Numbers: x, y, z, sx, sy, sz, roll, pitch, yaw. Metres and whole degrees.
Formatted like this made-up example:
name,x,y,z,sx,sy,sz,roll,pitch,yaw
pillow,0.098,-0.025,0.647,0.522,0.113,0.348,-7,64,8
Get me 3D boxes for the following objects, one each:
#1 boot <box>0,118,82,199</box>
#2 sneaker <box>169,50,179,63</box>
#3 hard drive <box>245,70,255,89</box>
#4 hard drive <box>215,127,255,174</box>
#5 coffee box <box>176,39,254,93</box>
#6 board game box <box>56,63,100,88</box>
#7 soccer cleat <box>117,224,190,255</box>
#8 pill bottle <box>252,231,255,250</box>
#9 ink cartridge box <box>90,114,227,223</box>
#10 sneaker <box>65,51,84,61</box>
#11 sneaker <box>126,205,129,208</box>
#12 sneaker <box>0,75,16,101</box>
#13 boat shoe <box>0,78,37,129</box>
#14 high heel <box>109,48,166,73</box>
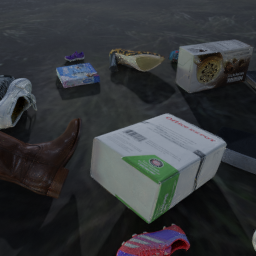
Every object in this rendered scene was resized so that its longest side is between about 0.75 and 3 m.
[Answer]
name,x,y,z,sx,sy,sz,roll,pitch,yaw
boot,-2.677,0.276,7.017,2.757,0.885,2.569,20,44,-10
sneaker,2.842,-3.726,14.493,1.535,0.609,0.733,-30,56,-26
hard drive,5.793,-2.044,12.138,1.096,0.344,1.624,-5,35,-7
hard drive,3.471,0.645,8.171,2.086,0.442,1.407,22,40,28
coffee box,3.631,-2.674,11.905,2.921,1.651,1.166,-13,37,-19
board game box,-2.278,-2.408,12.653,1.607,0.350,1.615,-14,37,-18
soccer cleat,0.518,2.388,5.617,1.491,0.497,0.570,-11,28,-22
pill bottle,3.337,1.993,5.798,0.926,0.926,1.642,27,44,33
ink cartridge box,0.800,0.761,6.961,2.788,1.176,2.037,-18,38,-42
sneaker,-2.788,-3.762,14.544,1.031,0.430,0.416,-16,38,-21
sneaker,0.310,1.739,6.672,1.037,0.417,0.458,26,37,23
sneaker,-4.858,-1.483,10.759,1.620,1.053,2.806,-21,39,-31
boat shoe,-3.743,-0.933,9.902,1.154,1.000,2.708,1,35,8
high heel,0.394,-3.580,13.733,2.732,0.975,1.947,-7,41,5
